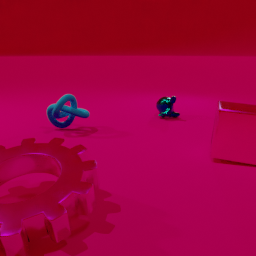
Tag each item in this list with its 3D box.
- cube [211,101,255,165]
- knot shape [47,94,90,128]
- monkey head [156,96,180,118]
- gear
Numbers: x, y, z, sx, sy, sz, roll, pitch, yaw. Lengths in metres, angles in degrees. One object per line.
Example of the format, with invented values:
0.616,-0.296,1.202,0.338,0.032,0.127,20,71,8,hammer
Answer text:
2.151,0.063,5.384,0.948,0.948,0.948,9,17,15,cube
-1.613,-0.375,7.124,1.022,0.505,1.092,-24,-27,25,knot shape
1.231,-0.630,8.505,0.732,0.613,1.017,8,-11,-21,monkey head
-1.304,0.730,3.525,1.837,0.340,1.837,-2,29,1,gear
